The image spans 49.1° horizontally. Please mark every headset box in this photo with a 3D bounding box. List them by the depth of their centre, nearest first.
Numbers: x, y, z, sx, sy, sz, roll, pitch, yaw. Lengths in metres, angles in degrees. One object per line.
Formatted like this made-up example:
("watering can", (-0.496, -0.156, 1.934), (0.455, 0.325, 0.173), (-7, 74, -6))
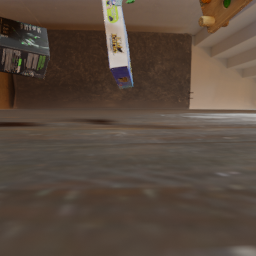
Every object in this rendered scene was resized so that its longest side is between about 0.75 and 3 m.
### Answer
("headset box", (-2.919, -2.138, 7.390), (1.715, 0.795, 1.493), (5, 43, -27))

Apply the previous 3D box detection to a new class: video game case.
("video game case", (-0.278, -2.616, 8.971), (0.551, 2.196, 2.423), (-6, -6, 4))

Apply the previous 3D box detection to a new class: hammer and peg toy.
("hammer and peg toy", (2.000, -2.955, 5.280), (0.709, 1.478, 2.010), (-8, -11, -23))

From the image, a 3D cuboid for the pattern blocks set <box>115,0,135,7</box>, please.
("pattern blocks set", (0.019, -3.513, 6.442), (0.107, 1.318, 1.158), (2, 3, -42))
